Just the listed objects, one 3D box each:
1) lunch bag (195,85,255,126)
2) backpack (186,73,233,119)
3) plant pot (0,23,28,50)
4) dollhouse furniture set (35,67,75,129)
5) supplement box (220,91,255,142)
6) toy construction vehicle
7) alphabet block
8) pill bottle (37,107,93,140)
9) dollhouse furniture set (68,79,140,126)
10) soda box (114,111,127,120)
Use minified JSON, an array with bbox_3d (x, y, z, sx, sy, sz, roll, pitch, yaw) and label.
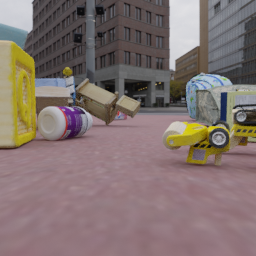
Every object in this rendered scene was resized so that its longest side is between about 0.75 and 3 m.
[{"bbox_3d":[3.195,-0.648,8.436,1.796,1.287,2.189,-2,8,-5],"label":"lunch bag"},{"bbox_3d":[3.708,-1.306,12.817,2.279,2.419,2.965,-11,14,-22],"label":"backpack"},{"bbox_3d":[-4.290,-1.577,7.241,2.568,2.521,2.514,17,-1,-25],"label":"plant pot"},{"bbox_3d":[-2.370,-1.124,7.691,1.843,1.952,1.274,0,-38,-13],"label":"dollhouse furniture set"},{"bbox_3d":[2.365,-0.208,4.823,1.221,0.820,1.222,2,4,34],"label":"supplement box"},{"bbox_3d":[1.159,0.143,2.750,1.515,0.533,1.319,-2,14,16],"label":"toy construction vehicle"},{"bbox_3d":[-2.268,-0.461,4.178,1.485,1.451,1.458,-2,6,-7],"label":"alphabet block"},{"bbox_3d":[-1.101,-0.100,5.114,0.580,0.580,1.031,2,4,26],"label":"pill bottle"},{"bbox_3d":[-0.961,-0.278,8.752,2.022,1.124,1.788,26,54,17],"label":"dollhouse furniture set"},{"bbox_3d":[-0.602,-0.731,14.925,0.540,0.596,1.702,2,4,23],"label":"soda box"}]
